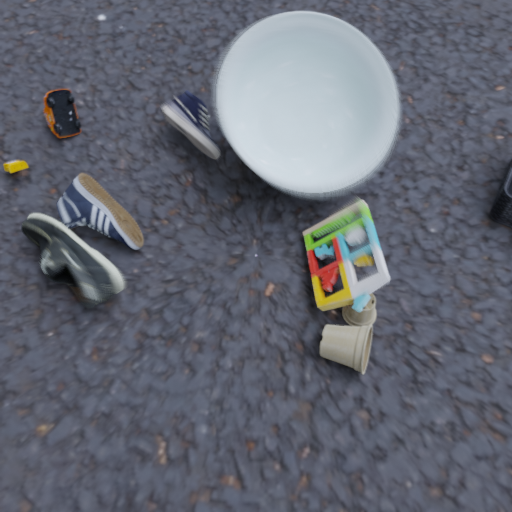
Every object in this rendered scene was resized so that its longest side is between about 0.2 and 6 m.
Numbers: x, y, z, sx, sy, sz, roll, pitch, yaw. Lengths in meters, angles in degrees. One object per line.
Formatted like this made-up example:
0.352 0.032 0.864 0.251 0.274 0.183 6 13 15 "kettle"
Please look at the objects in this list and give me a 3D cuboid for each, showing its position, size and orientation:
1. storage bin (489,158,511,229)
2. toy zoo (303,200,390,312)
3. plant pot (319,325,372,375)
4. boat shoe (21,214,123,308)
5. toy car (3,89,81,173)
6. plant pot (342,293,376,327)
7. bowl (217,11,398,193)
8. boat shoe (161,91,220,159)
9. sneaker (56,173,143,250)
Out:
5.849 -1.451 11.667 1.288 0.893 1.904 25 63 14 "storage bin"
1.667 0.103 10.511 1.428 0.223 2.177 -28 47 26 "toy zoo"
1.582 1.578 9.946 0.807 0.882 0.882 10 59 19 "plant pot"
-3.705 0.044 10.675 2.573 0.924 0.870 35 56 21 "boat shoe"
-4.935 -2.816 12.457 0.740 1.091 2.223 11 46 44 "toy car"
1.959 0.938 10.402 0.650 0.595 0.650 0 59 0 "plant pot"
0.925 -2.972 11.746 3.689 1.658 3.689 1 85 -10 "bowl"
-1.257 -2.962 12.450 1.759 0.657 0.816 43 82 13 "boat shoe"
-3.167 -0.660 11.239 1.000 0.646 1.843 -38 101 18 "sneaker"
